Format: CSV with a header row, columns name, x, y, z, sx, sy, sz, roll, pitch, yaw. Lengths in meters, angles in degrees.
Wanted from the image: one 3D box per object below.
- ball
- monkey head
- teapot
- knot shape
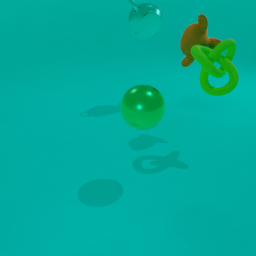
name,x,y,z,sx,sy,sz,roll,pitch,yaw
ball,0.284,-0.402,5.448,0.886,0.886,0.886,0,28,0
monkey head,1.809,-2.149,7.008,0.949,1.319,0.795,26,35,14
teapot,0.523,-3.427,8.985,1.119,1.800,0.882,-39,49,10
knot shape,2.002,-1.323,6.287,1.296,1.213,0.599,-11,2,-26
